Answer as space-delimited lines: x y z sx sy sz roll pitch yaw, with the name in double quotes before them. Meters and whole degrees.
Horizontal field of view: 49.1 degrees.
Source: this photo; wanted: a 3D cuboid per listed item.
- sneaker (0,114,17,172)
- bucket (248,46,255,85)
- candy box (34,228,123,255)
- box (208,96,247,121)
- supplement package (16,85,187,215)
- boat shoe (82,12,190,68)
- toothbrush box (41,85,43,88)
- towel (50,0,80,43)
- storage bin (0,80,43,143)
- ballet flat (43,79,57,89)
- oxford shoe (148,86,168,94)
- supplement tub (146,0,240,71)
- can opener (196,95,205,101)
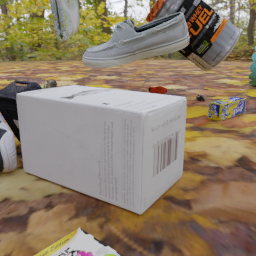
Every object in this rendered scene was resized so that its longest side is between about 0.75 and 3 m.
"sneaker" -3.318 0.272 5.918 1.429 0.947 2.510 -8 21 -33
"bucket" 8.540 -3.781 16.720 1.859 2.858 2.858 15 22 31
"candy box" -0.345 1.564 2.527 1.399 0.427 0.954 13 22 39
"box" 3.524 -0.710 9.881 1.678 0.588 0.539 -15 22 -40
"supplement package" -0.512 0.154 5.207 2.737 1.606 1.600 10 19 31
"boat shoe" 0.116 -2.190 6.810 2.682 0.955 0.936 -12 31 5
"toothbrush box" -4.159 -1.717 13.134 0.890 0.383 0.648 -8 24 21
"towel" -1.874 -3.618 8.246 0.445 1.849 1.583 2 30 7
"storage bin" -2.366 -0.300 6.676 1.016 1.503 0.705 11 43 32
"ballet flat" -3.732 -1.894 13.119 0.671 0.975 2.894 17 8 -14
"oxford shoe" 1.627 -2.010 14.643 1.123 0.400 0.407 13 15 36
"supplement tub" 2.086 -3.326 9.280 2.804 1.718 1.718 34 16 -7
"can opener" 3.276 -1.383 12.875 0.261 0.324 0.824 -39 13 5
